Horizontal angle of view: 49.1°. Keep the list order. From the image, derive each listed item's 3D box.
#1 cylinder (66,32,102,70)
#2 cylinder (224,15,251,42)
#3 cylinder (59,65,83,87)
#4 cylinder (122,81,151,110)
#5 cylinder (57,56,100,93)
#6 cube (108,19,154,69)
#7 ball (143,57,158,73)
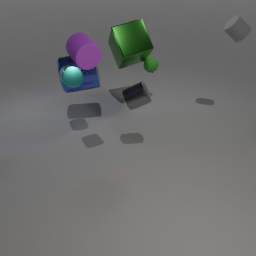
[{"bbox_3d":[-1.121,-1.939,7.072,0.700,0.700,0.700,-16,47,-26],"label":"cylinder"},{"bbox_3d":[4.064,-3.691,10.424,0.700,0.700,0.700,37,25,-16],"label":"cylinder"},{"bbox_3d":[-1.919,-1.760,9.441,0.700,0.700,0.700,-11,19,-19],"label":"cylinder"},{"bbox_3d":[0.281,-0.999,8.742,0.700,0.700,0.700,-22,25,15],"label":"cylinder"},{"bbox_3d":[-1.900,-2.180,11.029,1.400,1.400,1.400,-10,29,0],"label":"cylinder"},{"bbox_3d":[0.081,-3.603,12.132,1.400,1.400,1.400,-21,-4,-12],"label":"cube"},{"bbox_3d":[1.074,-2.940,13.088,0.700,0.700,0.700,0,29,0],"label":"ball"}]
